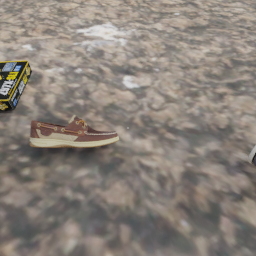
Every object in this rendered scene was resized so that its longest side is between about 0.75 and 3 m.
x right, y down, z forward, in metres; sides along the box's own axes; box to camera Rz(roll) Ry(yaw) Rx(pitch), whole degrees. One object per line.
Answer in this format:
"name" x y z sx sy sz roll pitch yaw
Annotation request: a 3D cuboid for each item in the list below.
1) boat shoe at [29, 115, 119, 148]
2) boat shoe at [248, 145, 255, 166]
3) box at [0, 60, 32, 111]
"boat shoe" -1.425 0.075 7.561 2.375 0.855 0.857 0 2 -6
"boat shoe" 4.269 0.570 6.888 2.903 1.055 0.910 -7 37 -25
"box" -4.477 -1.475 9.601 1.764 0.545 2.209 0 46 4
